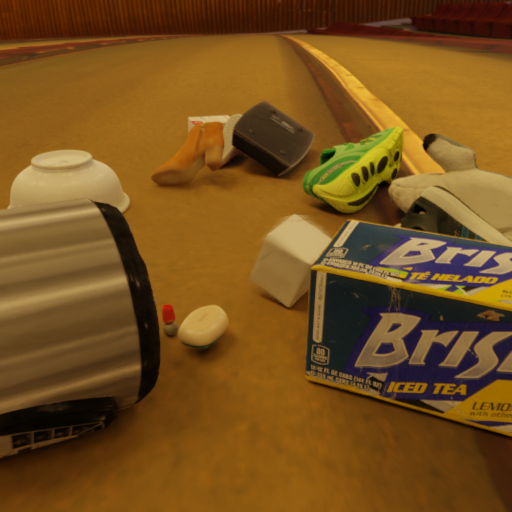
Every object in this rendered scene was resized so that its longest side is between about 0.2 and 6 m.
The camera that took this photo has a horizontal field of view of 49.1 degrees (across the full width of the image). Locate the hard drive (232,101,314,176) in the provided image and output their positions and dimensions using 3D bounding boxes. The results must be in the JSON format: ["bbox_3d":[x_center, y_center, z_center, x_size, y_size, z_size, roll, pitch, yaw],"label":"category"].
[{"bbox_3d":[0.413,-2.847,13.546,1.756,0.551,2.603,33,33,-2],"label":"hard drive"}]

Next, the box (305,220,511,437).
[{"bbox_3d":[2.782,0.869,5.739,4.398,1.541,1.414,11,29,21],"label":"box"}]

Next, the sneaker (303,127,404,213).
[{"bbox_3d":[2.142,-2.021,11.843,1.457,1.291,3.486,20,33,27],"label":"sneaker"}]

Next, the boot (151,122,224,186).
[{"bbox_3d":[-1.483,-2.271,12.300,1.729,0.608,1.238,-14,56,15],"label":"boot"}]

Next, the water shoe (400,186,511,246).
[{"bbox_3d":[3.279,0.030,8.370,0.912,1.006,2.550,19,26,-54],"label":"water shoe"}]

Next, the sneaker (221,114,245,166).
[{"bbox_3d":[-0.610,-2.629,13.933,0.645,0.897,1.715,9,57,25],"label":"sneaker"}]

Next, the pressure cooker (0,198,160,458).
[{"bbox_3d":[-2.454,0.685,5.343,2.569,2.259,2.295,-12,25,-29],"label":"pressure cooker"}]

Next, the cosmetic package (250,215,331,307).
[{"bbox_3d":[0.498,0.064,7.749,0.736,0.879,0.731,36,43,16],"label":"cosmetic package"}]

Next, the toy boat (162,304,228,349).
[{"bbox_3d":[-0.786,0.876,6.948,0.896,0.417,0.754,11,30,26],"label":"toy boat"}]

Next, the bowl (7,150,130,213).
[{"bbox_3d":[-3.703,-1.409,10.903,2.340,1.052,2.340,0,26,0],"label":"bowl"}]

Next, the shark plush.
[{"bbox_3d":[4.270,-0.816,9.428,4.265,1.938,1.776,9,-4,27],"label":"shark plush"}]

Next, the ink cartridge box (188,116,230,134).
[{"bbox_3d":[-1.271,-3.654,15.985,1.201,0.514,0.886,-7,27,-17],"label":"ink cartridge box"}]
